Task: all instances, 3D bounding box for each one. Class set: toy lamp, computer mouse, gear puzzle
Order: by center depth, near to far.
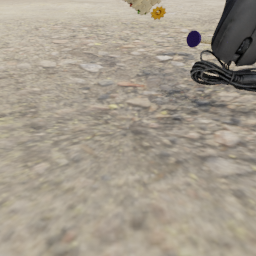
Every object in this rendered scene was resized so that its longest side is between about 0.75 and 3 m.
[{"bbox_3d":[2.587,-2.073,5.757,1.946,2.810,0.741,9,24,-7],"label":"computer mouse"},{"bbox_3d":[0.539,-3.569,7.907,0.883,0.223,1.705,-39,61,4],"label":"gear puzzle"},{"bbox_3d":[2.531,-2.619,8.391,1.838,0.535,0.535,-9,29,-40],"label":"toy lamp"}]
